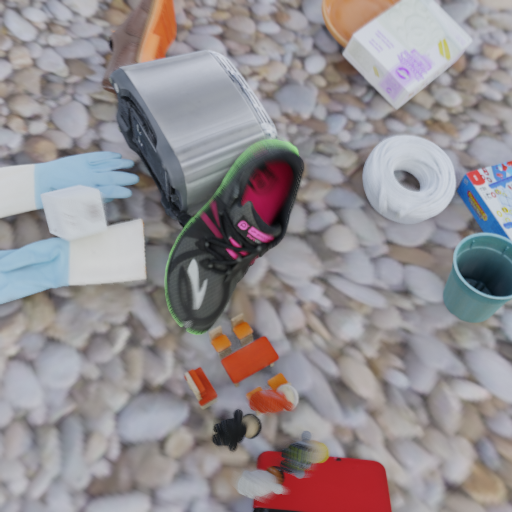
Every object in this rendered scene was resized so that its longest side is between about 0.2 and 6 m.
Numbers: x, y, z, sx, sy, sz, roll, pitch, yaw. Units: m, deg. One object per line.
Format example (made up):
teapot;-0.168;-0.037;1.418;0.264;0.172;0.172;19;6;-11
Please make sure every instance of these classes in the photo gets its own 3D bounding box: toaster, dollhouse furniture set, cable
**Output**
toaster;-0.927;-1.900;8.784;1.855;1.632;2.872;-25;67;-17
dollhouse furniture set;-0.293;1.471;7.273;1.202;0.626;1.216;-28;62;-16
cable;2.433;-1.215;8.927;1.459;0.505;1.459;-5;67;-12

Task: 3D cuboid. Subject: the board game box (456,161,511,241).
board game box;4.347;-0.727;8.729;1.690;0.482;1.726;-16;59;-9

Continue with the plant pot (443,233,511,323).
plant pot;3.091;0.384;7.737;1.019;0.998;1.019;0;57;0

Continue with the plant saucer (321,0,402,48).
plant saucer;2.149;-4.652;10.995;1.900;0.356;1.900;5;71;-13

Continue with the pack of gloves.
pack of gloves;-3.075;-0.410;8.665;2.801;0.553;2.353;-10;65;1

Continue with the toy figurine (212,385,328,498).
toy figurine;0.159;2.091;6.326;1.063;0.739;1.046;-45;62;22

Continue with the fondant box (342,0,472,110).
fondant box;2.824;-3.868;10.405;2.019;0.588;1.457;-40;85;-21

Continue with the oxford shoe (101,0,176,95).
oxford shoe;-2.223;-4.328;10.655;1.146;1.121;3.145;0;58;6

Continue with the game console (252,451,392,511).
game console;0.735;3.150;6.508;1.586;0.941;1.367;4;89;3

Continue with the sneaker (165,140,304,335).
sneaker;-0.318;-0.301;7.558;1.132;1.235;2.949;27;90;-17

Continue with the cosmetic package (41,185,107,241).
cosmetic package;-2.652;-0.641;8.148;0.622;0.626;0.748;-20;21;-33
